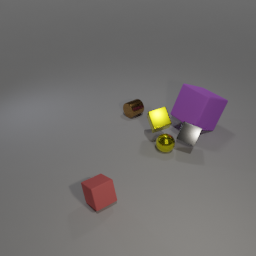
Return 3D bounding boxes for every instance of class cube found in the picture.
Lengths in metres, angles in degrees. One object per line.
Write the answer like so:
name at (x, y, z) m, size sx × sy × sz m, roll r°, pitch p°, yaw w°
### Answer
cube at (-0.835, 1.835, 8.089) m, size 0.700 × 0.700 × 0.700 m, roll -21°, pitch 18°, yaw -30°
cube at (2.233, 0.220, 10.227) m, size 0.700 × 0.700 × 0.700 m, roll 23°, pitch 3°, yaw 12°
cube at (1.162, -0.300, 10.544) m, size 0.700 × 0.700 × 0.700 m, roll -17°, pitch 77°, yaw -3°
cube at (2.877, -0.834, 11.407) m, size 1.400 × 1.400 × 1.400 m, roll 3°, pitch 27°, yaw -41°

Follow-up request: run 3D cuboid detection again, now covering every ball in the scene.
ball at (1.384, 0.551, 10.345) m, size 0.700 × 0.700 × 0.700 m, roll 0°, pitch 32°, yaw 0°

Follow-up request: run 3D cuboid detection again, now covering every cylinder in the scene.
cylinder at (0.251, -0.890, 12.641) m, size 0.700 × 0.700 × 0.700 m, roll -24°, pitch 39°, yaw -34°
